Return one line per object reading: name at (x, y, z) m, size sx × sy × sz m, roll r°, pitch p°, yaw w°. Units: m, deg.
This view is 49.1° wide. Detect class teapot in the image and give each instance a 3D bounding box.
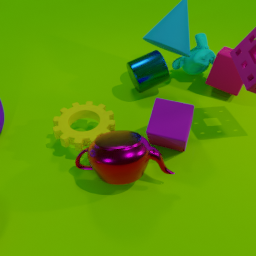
teapot at (-0.088, 0.638, 5.532) m, size 2.011 × 0.984 × 1.250 m, roll -1°, pitch 20°, yaw 10°

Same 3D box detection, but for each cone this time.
cone at (1.356, -2.962, 7.888) m, size 1.465 × 1.470 × 1.465 m, roll 20°, pitch 13°, yaw -5°

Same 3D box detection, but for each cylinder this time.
cylinder at (0.550, -1.575, 7.829) m, size 0.922 × 0.922 × 0.922 m, roll -25°, pitch 44°, yaw -4°

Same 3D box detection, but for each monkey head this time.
monkey head at (2.117, -2.254, 8.667) m, size 1.598 × 1.150 × 0.963 m, roll -18°, pitch 7°, yaw -32°

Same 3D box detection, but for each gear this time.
gear at (-0.994, -0.081, 6.411) m, size 1.390 × 0.257 × 1.390 m, roll 0°, pitch 43°, yaw 0°

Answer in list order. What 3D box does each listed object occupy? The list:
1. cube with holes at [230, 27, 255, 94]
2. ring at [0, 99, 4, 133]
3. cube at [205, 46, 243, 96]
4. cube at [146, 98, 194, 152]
cube with holes at (3.106, -1.417, 5.827) m, size 1.148 × 1.148 × 1.148 m, roll 13°, pitch 51°, yaw -26°
ring at (-3.539, -0.541, 6.243) m, size 0.387 × 1.933 × 1.933 m, roll -20°, pitch 39°, yaw 14°
cube at (2.898, -1.628, 7.927) m, size 0.953 × 0.953 × 0.953 m, roll 26°, pitch 34°, yaw 16°
cube at (0.945, -0.054, 6.216) m, size 0.844 × 0.844 × 0.844 m, roll 13°, pitch 73°, yaw 14°
